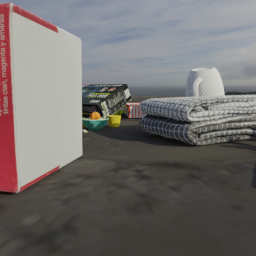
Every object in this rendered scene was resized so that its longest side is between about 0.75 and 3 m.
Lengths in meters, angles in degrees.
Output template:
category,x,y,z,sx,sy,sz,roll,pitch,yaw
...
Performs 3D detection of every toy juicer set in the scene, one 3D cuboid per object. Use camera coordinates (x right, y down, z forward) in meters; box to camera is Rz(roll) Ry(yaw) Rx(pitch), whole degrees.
category,x,y,z,sx,sy,sz,roll,pitch,yaw
toy juicer set,-1.039,-0.203,7.468,1.095,0.469,1.722,5,10,30

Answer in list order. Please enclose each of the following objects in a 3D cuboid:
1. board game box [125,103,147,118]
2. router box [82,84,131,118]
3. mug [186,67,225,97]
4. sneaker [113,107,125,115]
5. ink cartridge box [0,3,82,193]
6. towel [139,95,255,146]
category,x,y,z,sx,sy,sz,roll,pitch,yaw
board game box,0.700,-0.712,11.101,1.542,0.471,2.035,-1,8,-5
router box,-1.241,-0.954,10.022,2.202,0.684,1.650,5,34,37
mug,2.336,-1.106,8.760,1.204,1.429,1.630,1,18,31
sneaker,-1.271,-1.033,11.664,2.352,0.952,0.869,2,7,12
ink cartridge box,-2.127,-0.395,3.731,2.576,1.863,1.872,2,8,11
towel,1.586,-0.224,6.123,2.189,0.937,1.812,-6,8,-26
